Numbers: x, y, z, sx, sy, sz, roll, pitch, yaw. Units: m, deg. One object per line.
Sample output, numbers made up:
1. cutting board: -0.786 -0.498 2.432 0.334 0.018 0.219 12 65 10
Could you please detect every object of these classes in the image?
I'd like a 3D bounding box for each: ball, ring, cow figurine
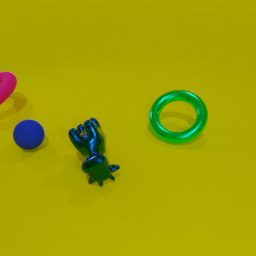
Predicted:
1. ball: -2.512 0.166 7.110 0.768 0.768 0.768 0 33 0
2. ring: 1.355 -0.331 7.648 1.615 0.323 1.615 -6 64 12
3. ring: -4.381 -1.029 8.689 2.072 0.414 2.072 -18 39 15
4. cow figurine: -0.748 0.530 6.402 0.806 1.444 1.468 -28 5 7
